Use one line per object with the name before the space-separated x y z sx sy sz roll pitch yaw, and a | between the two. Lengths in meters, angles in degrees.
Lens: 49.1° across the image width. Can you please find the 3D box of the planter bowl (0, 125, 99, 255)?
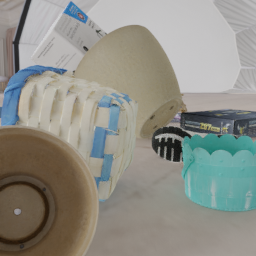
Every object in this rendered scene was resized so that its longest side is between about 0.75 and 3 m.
planter bowl | -0.931 0.680 2.321 1.219 1.219 0.821 -4 -17 -22

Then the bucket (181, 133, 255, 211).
bucket | 1.303 0.549 3.817 1.204 0.783 1.204 1 9 0

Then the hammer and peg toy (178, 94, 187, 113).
hammer and peg toy | 2.106 -1.137 13.108 1.157 0.555 1.573 5 -20 26

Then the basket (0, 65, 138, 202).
basket | -1.185 0.039 3.748 2.483 1.727 2.189 14 11 9

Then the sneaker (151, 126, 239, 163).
sneaker | 1.378 0.406 5.541 1.928 0.711 0.771 10 -2 31

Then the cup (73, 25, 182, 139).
cup | 0.236 -0.959 7.818 2.970 2.970 2.124 -11 53 -50

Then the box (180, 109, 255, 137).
box | 3.197 -0.181 8.749 2.497 0.637 1.969 -7 12 -34

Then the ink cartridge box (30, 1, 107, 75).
ink cartridge box | -1.047 -1.967 8.334 2.944 1.241 2.149 36 34 -25

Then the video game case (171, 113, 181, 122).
video game case | 1.595 -0.451 11.787 2.457 0.233 1.755 2 9 4
